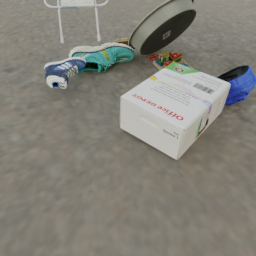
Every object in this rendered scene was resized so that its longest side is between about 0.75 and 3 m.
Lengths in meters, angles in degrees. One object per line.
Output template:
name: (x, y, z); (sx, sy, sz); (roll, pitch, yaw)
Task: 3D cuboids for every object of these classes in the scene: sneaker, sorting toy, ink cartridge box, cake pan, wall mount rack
sneaker: (-1.703, -1.478, 7.920); (1.240, 0.500, 0.908); (-13, 63, -15)
sneaker: (-0.829, -2.228, 9.347); (2.224, 0.862, 0.886); (-12, 63, -12)
sorting toy: (1.509, -2.258, 9.536); (1.062, 0.372, 2.202); (-12, 40, -16)
ink cartridge box: (1.151, -0.545, 6.841); (1.694, 0.983, 2.340); (29, 47, 26)
cake pan: (1.195, -3.303, 9.314); (2.560, 2.560, 0.469); (-28, 83, -30)
wall mount rack: (-1.285, -2.954, 7.249); (1.638, 0.611, 1.423); (-6, 68, -7)

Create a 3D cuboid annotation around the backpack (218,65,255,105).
backpack: (2.931, -1.170, 7.573); (1.029, 0.863, 0.836); (-27, 21, 43)

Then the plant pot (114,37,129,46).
plant pot: (-0.020, -3.024, 9.798); (1.038, 0.143, 1.038); (-4, 9, 1)
